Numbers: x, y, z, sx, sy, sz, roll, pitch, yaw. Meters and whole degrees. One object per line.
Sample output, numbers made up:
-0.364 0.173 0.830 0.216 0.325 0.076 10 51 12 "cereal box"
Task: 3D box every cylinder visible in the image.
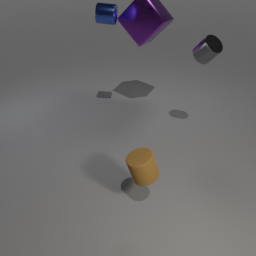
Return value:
-0.771 -4.102 10.072 0.700 0.700 0.700 7 33 4 "cylinder"
0.370 0.972 7.027 0.700 0.700 0.700 -14 33 9 "cylinder"
2.601 -2.562 9.171 0.700 0.700 0.700 9 66 -22 "cylinder"

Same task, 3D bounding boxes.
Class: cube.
0.717 -4.299 11.073 1.400 1.400 1.400 50 33 -5 "cube"
